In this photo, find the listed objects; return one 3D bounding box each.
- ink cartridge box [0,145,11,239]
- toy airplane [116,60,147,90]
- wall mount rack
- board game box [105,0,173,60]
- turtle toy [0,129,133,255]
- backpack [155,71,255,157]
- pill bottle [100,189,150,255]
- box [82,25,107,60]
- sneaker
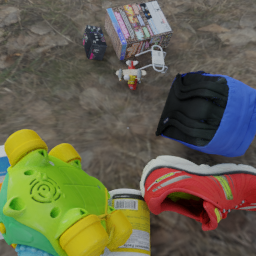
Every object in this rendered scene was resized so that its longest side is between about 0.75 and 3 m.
[{"bbox_3d":[-2.304,1.189,5.637,0.684,1.592,1.166,-9,10,-4],"label":"ink cartridge box"},{"bbox_3d":[0.075,-1.612,8.344,0.807,0.811,0.572,46,43,5],"label":"toy airplane"},{"bbox_3d":[0.714,-2.028,8.489,0.927,0.398,1.067,5,58,-9],"label":"wall mount rack"},{"bbox_3d":[0.330,-3.324,9.446,1.835,0.889,1.463,-18,73,-14],"label":"board game box"},{"bbox_3d":[-1.128,1.419,4.799,1.505,2.977,2.170,-43,68,3],"label":"turtle toy"},{"bbox_3d":[1.975,-0.332,6.365,1.844,2.197,1.785,12,93,-19],"label":"backpack"},{"bbox_3d":[-0.047,2.135,5.460,0.961,0.961,1.681,1,59,1],"label":"pill bottle"},{"bbox_3d":[-1.130,-2.849,9.353,0.549,0.633,1.035,0,53,-26],"label":"box"},{"bbox_3d":[1.707,1.449,5.552,2.983,1.149,1.267,6,37,-4],"label":"sneaker"}]
